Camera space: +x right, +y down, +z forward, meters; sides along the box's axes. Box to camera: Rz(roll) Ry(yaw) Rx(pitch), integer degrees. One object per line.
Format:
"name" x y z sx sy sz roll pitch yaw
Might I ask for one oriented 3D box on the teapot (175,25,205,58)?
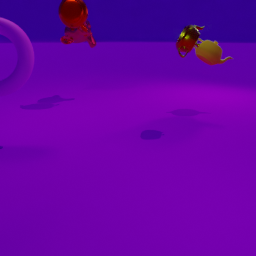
"teapot" 1.773 -2.525 7.984 0.626 1.279 0.795 29 -16 3

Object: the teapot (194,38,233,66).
"teapot" 3.032 -2.761 10.183 1.595 0.781 0.992 35 7 3

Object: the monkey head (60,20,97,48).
"monkey head" -2.077 -4.003 12.188 1.141 1.363 1.894 -17 25 29

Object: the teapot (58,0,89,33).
"teapot" -2.147 -4.615 11.086 1.181 1.899 0.930 -30 11 15

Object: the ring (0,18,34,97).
"ring" -3.337 -1.760 6.975 1.970 1.970 0.394 -1 3 -2
